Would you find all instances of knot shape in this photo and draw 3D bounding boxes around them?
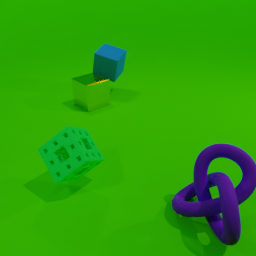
[{"bbox_3d":[1.565,1.022,4.888,0.763,1.546,1.652,26,1,-26],"label":"knot shape"}]

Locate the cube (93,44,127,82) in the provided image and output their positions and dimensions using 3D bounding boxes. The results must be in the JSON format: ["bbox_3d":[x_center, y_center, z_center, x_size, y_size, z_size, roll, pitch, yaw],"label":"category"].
[{"bbox_3d":[-0.657,-2.329,9.986,0.881,0.881,0.881,21,44,9],"label":"cube"}]

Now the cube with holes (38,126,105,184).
[{"bbox_3d":[-1.121,0.539,5.638,0.791,0.791,0.791,57,14,15],"label":"cube with holes"}]

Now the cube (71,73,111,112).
[{"bbox_3d":[-1.238,-1.236,9.474,0.932,0.932,0.932,-24,37,-36],"label":"cube"}]
